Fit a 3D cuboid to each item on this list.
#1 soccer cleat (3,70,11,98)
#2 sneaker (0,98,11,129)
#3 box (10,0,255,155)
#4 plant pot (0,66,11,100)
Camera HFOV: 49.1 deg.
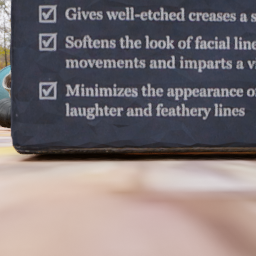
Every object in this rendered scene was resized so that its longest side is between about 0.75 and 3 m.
[{"bbox_3d":[-2.046,-0.730,5.602,0.958,0.856,2.470,-5,-22,-36],"label":"soccer cleat"},{"bbox_3d":[-1.385,-0.227,5.111,1.848,0.702,0.839,-11,16,-38],"label":"sneaker"},{"bbox_3d":[0.344,-0.967,1.535,1.594,2.147,1.150,1,1,-2],"label":"box"},{"bbox_3d":[-3.183,-0.978,9.485,2.001,2.130,2.130,19,13,38],"label":"plant pot"}]
